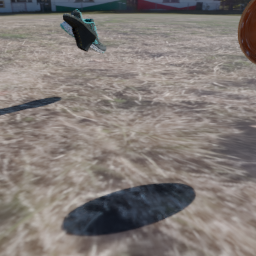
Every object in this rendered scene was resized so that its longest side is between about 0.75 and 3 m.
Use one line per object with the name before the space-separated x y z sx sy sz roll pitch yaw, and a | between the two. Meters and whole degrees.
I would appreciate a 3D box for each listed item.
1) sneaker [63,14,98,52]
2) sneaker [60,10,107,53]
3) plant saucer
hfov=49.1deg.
sneaker | -1.101 -2.066 6.119 0.899 0.478 0.336 28 -3 -40
sneaker | -1.352 -3.342 9.792 1.986 0.906 0.770 24 16 -50
plant saucer | 3.132 -2.080 5.737 1.709 1.709 0.276 3 29 5
